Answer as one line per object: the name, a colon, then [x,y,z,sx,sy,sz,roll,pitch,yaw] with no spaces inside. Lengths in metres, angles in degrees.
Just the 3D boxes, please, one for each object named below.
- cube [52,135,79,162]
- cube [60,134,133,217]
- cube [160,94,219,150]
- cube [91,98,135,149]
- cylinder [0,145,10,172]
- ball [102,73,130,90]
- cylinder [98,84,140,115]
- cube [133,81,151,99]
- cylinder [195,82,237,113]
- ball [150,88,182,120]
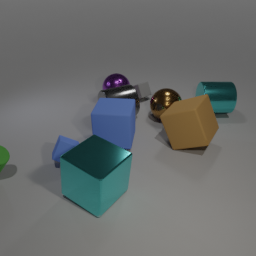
cube: [-2.043,0.733,9.216,0.700,0.700,0.700,21,6,-18]
cube: [-0.878,1.271,7.775,1.400,1.400,1.400,25,37,26]
cube: [2.244,-0.206,10.115,1.400,1.400,1.400,-11,20,38]
cube: [-0.494,-0.199,10.420,1.400,1.400,1.400,3,30,7]
cylinder: [-4.034,0.975,8.429,0.700,0.700,0.700,29,37,-24]
ball: [-0.567,-1.988,13.823,1.400,1.400,1.400,0,29,0]
cylinder: [-0.416,-1.076,12.133,1.400,1.400,1.400,-16,33,-23]
cube: [0.636,-1.884,14.138,0.700,0.700,0.700,-24,11,-37]
cylinder: [3.861,-1.349,12.401,1.400,1.400,1.400,0,29,-3]
ball: [1.641,-1.012,12.076,1.400,1.400,1.400,0,29,0]
